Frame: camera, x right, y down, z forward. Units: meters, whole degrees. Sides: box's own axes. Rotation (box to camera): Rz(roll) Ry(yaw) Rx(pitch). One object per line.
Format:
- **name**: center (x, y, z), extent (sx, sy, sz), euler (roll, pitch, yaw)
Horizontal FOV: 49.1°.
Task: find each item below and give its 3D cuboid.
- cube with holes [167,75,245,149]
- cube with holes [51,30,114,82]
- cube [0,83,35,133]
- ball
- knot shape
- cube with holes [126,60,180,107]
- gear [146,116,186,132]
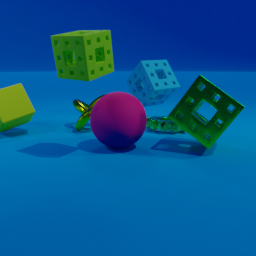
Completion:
- **cube with holes**: center (1.826, -0.394, 6.522), extent (1.152, 1.152, 1.152), euler (40, 17, 12)
- **cube with holes**: center (-0.882, -1.470, 5.600), extent (0.827, 0.827, 0.827), euler (12, 29, 31)
- **cube**: center (-3.332, -0.559, 7.939), extent (0.935, 0.935, 0.935), euler (-26, -3, -32)
- **ball**: center (-0.225, -0.182, 6.645), extent (1.338, 1.338, 1.338), euler (0, 13, 0)
- **knot shape**: center (-1.097, -0.463, 8.654), extent (1.659, 0.767, 1.553), euler (4, 29, 24)
- **cube with holes**: center (0.859, -1.555, 9.834), extent (1.153, 1.153, 1.153), euler (-11, -21, -33)
- **gear**: center (1.280, -0.144, 8.659), extent (1.436, 0.266, 1.436), euler (3, 10, 0)
